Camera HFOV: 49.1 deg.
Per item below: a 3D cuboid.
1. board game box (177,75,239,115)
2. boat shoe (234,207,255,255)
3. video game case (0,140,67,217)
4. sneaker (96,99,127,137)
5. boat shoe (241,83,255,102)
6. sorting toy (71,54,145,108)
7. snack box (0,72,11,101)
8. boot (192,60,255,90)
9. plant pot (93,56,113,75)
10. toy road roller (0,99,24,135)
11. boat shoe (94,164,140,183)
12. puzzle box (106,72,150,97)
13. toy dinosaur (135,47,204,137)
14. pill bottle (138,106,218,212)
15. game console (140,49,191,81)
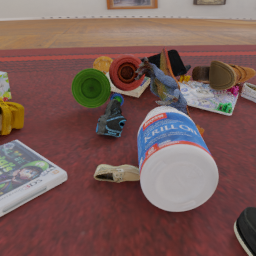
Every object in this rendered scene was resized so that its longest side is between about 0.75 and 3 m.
[{"bbox_3d":[2.893,-1.409,10.872,2.568,0.332,2.567,17,30,19],"label":"board game box"},{"bbox_3d":[2.734,1.961,3.851,1.052,0.901,2.877,-14,28,-23],"label":"boat shoe"},{"bbox_3d":[-2.870,1.067,6.290,2.256,0.264,2.051,22,34,37],"label":"video game case"},{"bbox_3d":[-0.421,-0.271,8.705,0.759,0.679,1.854,17,34,1],"label":"sneaker"},{"bbox_3d":[5.116,-1.360,10.579,0.658,0.760,1.782,-13,29,-24],"label":"boat shoe"},{"bbox_3d":[-0.650,-1.582,10.109,2.677,1.609,1.099,-22,13,-2],"label":"sorting toy"},{"bbox_3d":[-5.021,-1.361,10.239,0.397,1.066,1.499,11,29,20],"label":"snack box"},{"bbox_3d":[4.338,-2.222,11.640,2.320,1.105,2.999,-1,17,-14],"label":"boot"},{"bbox_3d":[-1.110,-2.585,12.886,1.065,1.065,0.975,0,43,1],"label":"plant pot"},{"bbox_3d":[-3.940,-0.430,8.478,1.267,1.067,1.736,-7,30,-41],"label":"toy road roller"},{"bbox_3d":[-0.214,1.054,6.212,1.103,0.398,0.358,4,34,16],"label":"boat shoe"},{"bbox_3d":[-0.170,-1.873,11.606,1.892,0.241,1.259,17,44,21],"label":"puzzle box"},{"bbox_3d":[1.306,-0.900,7.581,2.479,1.434,2.732,40,71,5],"label":"toy dinosaur"},{"bbox_3d":[0.930,0.448,6.183,1.452,1.452,2.587,0,24,-1],"label":"pill bottle"},{"bbox_3d":[1.477,-2.724,12.162,2.066,1.202,1.817,-10,20,28],"label":"game console"}]
